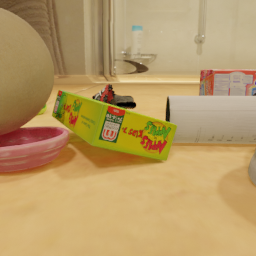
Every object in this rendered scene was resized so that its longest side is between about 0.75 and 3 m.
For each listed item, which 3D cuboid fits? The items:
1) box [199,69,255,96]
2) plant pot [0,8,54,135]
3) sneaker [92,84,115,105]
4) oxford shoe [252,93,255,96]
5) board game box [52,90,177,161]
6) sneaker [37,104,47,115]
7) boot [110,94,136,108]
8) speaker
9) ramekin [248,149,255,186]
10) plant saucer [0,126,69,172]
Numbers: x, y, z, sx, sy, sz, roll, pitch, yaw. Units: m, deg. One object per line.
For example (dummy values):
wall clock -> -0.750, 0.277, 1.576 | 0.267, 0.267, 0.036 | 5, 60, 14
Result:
box -> 3.977, -1.253, 9.449 | 2.880, 1.478, 1.363 | -2, 13, -4
plant pot -> -2.304, -0.673, 4.258 | 2.127, 2.127, 1.428 | -1, 28, -5
sneaker -> -0.937, -1.131, 10.327 | 0.784, 0.567, 1.604 | -16, 29, 18
oxford shoe -> 4.512, -0.452, 7.833 | 0.890, 0.890, 2.496 | 18, 7, -30
board game box -> -0.466, -0.159, 5.501 | 1.398, 0.655, 2.752 | 15, 4, -29
sneaker -> -3.326, -0.782, 8.427 | 0.881, 0.994, 2.379 | 4, 14, 14
boot -> -0.423, -1.009, 10.684 | 1.454, 0.492, 0.950 | -1, 16, -2
speaker -> 1.992, -0.164, 5.708 | 2.477, 1.006, 1.006 | 0, 13, 3
ramekin -> 3.047, 0.152, 3.522 | 2.741, 1.336, 2.741 | 0, 12, 0
plant saucer -> -1.818, 0.324, 4.637 | 1.700, 0.431, 1.700 | -4, 11, 1
